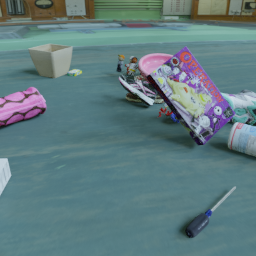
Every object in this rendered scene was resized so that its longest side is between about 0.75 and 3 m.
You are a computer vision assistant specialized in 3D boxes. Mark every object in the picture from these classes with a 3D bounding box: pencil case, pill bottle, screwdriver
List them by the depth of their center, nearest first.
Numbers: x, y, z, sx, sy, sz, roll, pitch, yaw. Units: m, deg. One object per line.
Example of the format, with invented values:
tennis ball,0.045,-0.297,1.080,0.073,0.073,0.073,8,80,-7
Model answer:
screwdriver,1.969,1.812,6.469,0.308,0.295,2.114,46,48,15
pill bottle,3.989,0.436,8.571,1.629,0.886,0.886,17,32,31
pencil case,-4.489,-0.643,10.292,2.989,1.357,1.400,-28,3,-40

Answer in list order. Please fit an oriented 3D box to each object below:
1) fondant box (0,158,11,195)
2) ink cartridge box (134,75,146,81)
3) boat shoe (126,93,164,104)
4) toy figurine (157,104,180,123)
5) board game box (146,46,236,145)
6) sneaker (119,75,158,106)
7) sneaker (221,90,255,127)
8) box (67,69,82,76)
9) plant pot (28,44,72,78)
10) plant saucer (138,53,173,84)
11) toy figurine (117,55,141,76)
fondant box,-3.947,1.557,6.654,1.549,0.625,2.147,-1,26,-2
ink cartridge box,0.936,-2.664,15.317,1.055,0.356,0.615,-13,29,-21
boat shoe,0.792,-1.562,12.782,1.799,0.666,0.664,4,27,7
toy figurine,2.081,-0.516,11.034,1.615,0.852,0.968,-19,61,-28
board game box,2.059,-1.029,8.994,1.676,2.792,0.451,-41,6,-21
sneaker,0.485,-1.786,12.250,1.888,0.815,0.758,37,-4,1
sneaker,4.233,-0.971,11.266,2.999,1.166,2.097,16,28,10
box,-3.169,-3.340,16.821,0.530,0.219,0.904,11,27,20
plant pot,-4.432,-3.899,16.388,1.811,1.603,1.809,15,30,25
plant saucer,1.979,-2.978,14.910,2.960,0.750,2.960,4,42,-4
toy figurine,0.249,-3.567,15.882,1.573,1.094,1.549,24,15,39
